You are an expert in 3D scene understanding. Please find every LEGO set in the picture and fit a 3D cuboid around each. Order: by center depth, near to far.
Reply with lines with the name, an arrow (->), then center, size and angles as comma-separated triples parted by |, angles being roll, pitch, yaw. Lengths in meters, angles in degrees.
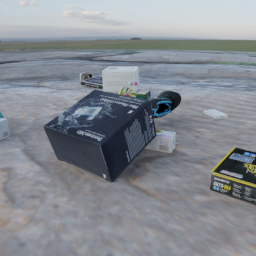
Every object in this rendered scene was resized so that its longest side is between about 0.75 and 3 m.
LEGO set -> -0.023, -1.067, 11.303 | 0.795, 1.729, 0.643 | 1, -4, 26

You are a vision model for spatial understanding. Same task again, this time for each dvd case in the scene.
dvd case -> -1.782, -3.130, 19.037 | 1.813, 0.298, 2.412 | 14, 24, 23

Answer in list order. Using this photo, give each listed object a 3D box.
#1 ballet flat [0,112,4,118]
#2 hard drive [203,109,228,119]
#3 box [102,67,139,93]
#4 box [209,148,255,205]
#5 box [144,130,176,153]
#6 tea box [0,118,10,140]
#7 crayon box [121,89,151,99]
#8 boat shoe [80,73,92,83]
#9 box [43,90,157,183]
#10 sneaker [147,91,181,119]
ballet flat -> -6.057, -0.216, 10.864 | 2.302, 0.775, 0.810 | -9, -2, -24
hard drive -> 3.941, -0.636, 12.649 | 0.649, 0.131, 0.983 | -7, 21, -18
box -> -0.362, -2.693, 15.452 | 1.824, 1.192, 1.815 | 1, 19, 6
box -> 3.431, 1.260, 6.866 | 2.290, 0.565, 1.829 | 14, 23, 35
box -> 0.193, 0.285, 9.486 | 2.813, 0.583, 0.544 | 7, 22, 22
tea box -> -4.975, 0.076, 9.856 | 1.037, 0.705, 1.054 | 11, 23, 26
crayon box -> 0.284, -1.839, 15.473 | 1.711, 0.441, 1.076 | 7, 21, 19
boat shoe -> -2.987, -3.571, 19.888 | 0.586, 0.708, 1.971 | 3, 18, 2
box -> -0.738, 0.082, 8.132 | 2.232, 1.333, 2.270 | 15, 43, 35
sneaker -> 1.442, -0.839, 11.120 | 1.098, 0.981, 2.680 | 10, 24, 43
